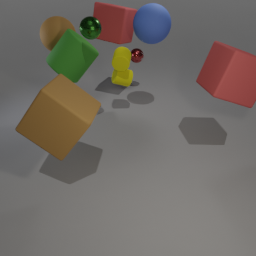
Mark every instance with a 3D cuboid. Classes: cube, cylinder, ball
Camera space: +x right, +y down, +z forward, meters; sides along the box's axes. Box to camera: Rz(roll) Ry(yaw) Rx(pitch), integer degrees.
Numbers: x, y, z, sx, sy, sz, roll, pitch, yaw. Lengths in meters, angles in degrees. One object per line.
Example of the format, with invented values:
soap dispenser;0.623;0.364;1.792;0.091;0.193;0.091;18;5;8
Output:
cube;-0.587;-4.445;11.890;1.400;1.400;1.400;18;25;15
cylinder;-0.241;-2.131;11.624;0.700;0.700;0.700;10;27;-22
cylinder;-0.249;-2.692;10.944;0.700;0.700;0.700;3;46;5
ball;-1.186;-3.169;8.881;0.700;0.700;0.700;0;31;0
cube;-1.757;-0.311;7.331;1.400;1.400;1.400;36;24;-11
ball;0.878;-3.800;10.248;1.400;1.400;1.400;0;31;0
cylinder;-2.025;-2.627;10.262;1.400;1.400;1.400;38;15;-12
ball;0.423;-3.553;13.752;0.700;0.700;0.700;0;31;0
cube;3.186;-1.640;8.510;1.400;1.400;1.400;13;25;-17
ball;-2.756;-3.674;11.069;1.400;1.400;1.400;0;31;0
